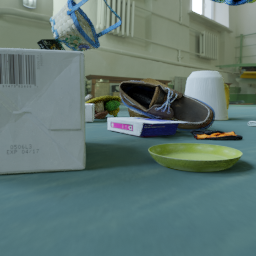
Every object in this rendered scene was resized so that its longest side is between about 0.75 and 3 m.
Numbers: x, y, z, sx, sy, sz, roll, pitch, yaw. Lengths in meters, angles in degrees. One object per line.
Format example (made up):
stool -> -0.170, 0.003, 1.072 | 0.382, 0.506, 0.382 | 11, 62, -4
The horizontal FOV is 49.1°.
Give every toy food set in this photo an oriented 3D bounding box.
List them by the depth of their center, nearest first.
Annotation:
toy food set -> -1.275, -0.789, 12.967 | 1.619, 0.899, 2.751 | -25, -10, 32

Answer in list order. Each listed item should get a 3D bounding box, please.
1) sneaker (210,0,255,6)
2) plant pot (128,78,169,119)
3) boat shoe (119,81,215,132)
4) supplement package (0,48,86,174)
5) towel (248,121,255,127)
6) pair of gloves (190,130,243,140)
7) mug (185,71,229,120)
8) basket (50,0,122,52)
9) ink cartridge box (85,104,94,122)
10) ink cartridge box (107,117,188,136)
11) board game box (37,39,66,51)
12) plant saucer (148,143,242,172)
sneaker -> 3.092, -4.199, 8.711 | 1.805, 0.684, 0.948 | 17, 37, 33
plant pot -> 1.104, -0.642, 8.717 | 1.541, 1.541, 1.653 | -5, 21, -42
boat shoe -> 0.924, -0.617, 7.532 | 2.760, 0.997, 0.999 | 16, -8, 24
supplement package -> -1.518, -0.316, 4.464 | 1.518, 1.500, 2.504 | -1, 6, -13
towel -> 4.738, -0.151, 9.190 | 1.329, 0.204, 0.991 | -4, 8, -33
pair of gloves -> 2.063, 0.143, 6.640 | 1.074, 0.149, 1.205 | 1, 5, 7
mug -> 3.475, -1.444, 12.607 | 2.025, 2.076, 2.528 | 2, 6, 21
basket -> -1.427, -3.593, 9.692 | 2.095, 1.457, 1.847 | -30, -23, 17
ink cartridge box -> -2.191, -0.604, 11.070 | 1.699, 0.703, 1.245 | 0, 6, -4
ink cartridge box -> 0.420, -0.050, 7.237 | 1.067, 0.418, 2.254 | -2, 4, -30
board game box -> -1.635, -1.689, 6.531 | 0.164, 0.789, 1.166 | -29, 13, 12
plant saucer -> 0.914, 0.400, 3.908 | 1.265, 0.196, 1.265 | 1, 6, 0
